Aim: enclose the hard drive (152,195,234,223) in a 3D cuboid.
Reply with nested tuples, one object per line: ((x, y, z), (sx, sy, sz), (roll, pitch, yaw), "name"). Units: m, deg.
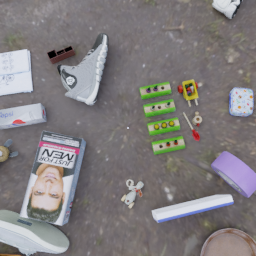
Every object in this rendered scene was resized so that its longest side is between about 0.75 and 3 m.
((2.057, 2.657, 9.347), (2.420, 1.596, 0.307), (-13, 77, -3), "hard drive")

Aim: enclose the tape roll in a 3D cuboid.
((3.657, 1.568, 9.534), (1.582, 1.582, 0.672), (44, 89, 9), "tape roll")

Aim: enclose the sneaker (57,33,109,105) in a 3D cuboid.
((-1.754, -2.434, 10.603), (1.689, 1.097, 2.924), (12, 77, -10), "sneaker")

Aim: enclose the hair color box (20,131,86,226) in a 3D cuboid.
((-2.577, 1.734, 9.910), (1.476, 0.904, 2.982), (11, 78, 2), "hair color box")

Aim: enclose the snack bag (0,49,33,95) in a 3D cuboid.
((-4.719, -2.172, 11.149), (1.730, 0.196, 1.835), (-9, 78, -2), "snack bag")

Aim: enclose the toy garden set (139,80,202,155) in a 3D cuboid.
((1.798, -0.556, 10.609), (2.241, 0.537, 2.689), (-12, 78, -3), "toy garden set")

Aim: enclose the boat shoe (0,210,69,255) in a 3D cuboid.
((-3.389, 3.735, 9.559), (2.757, 0.962, 0.982), (22, 102, 1), "boat shoe")

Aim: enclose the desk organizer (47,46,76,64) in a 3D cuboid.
((-2.678, -2.986, 11.222), (1.052, 0.405, 0.377), (-25, 79, -5), "desk organizer")

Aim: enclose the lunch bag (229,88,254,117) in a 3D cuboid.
((4.329, -1.018, 10.785), (0.894, 0.421, 1.115), (4, 78, 3), "lunch bag")

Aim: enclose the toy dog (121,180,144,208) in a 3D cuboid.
((0.168, 2.350, 9.986), (0.672, 0.491, 1.019), (17, 78, 4), "toy dog")

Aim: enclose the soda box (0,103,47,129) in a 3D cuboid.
((-4.063, -0.430, 10.561), (1.818, 0.577, 0.621), (-9, 78, -2), "soda box")

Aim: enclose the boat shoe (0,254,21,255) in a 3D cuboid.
((-4.506, 4.455, 9.222), (2.275, 0.819, 0.768), (3, 114, -4), "boat shoe")

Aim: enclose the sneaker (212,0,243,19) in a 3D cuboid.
((4.505, -5.932, 11.627), (1.136, 1.054, 2.804), (29, 78, 15), "sneaker")

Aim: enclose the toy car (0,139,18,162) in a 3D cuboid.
((-4.681, 0.950, 10.139), (1.236, 0.975, 1.016), (-26, 86, -17), "toy car")

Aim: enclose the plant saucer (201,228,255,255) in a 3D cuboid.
((3.500, 4.530, 9.572), (2.123, 0.366, 2.123), (0, 77, 1), "plant saucer")
